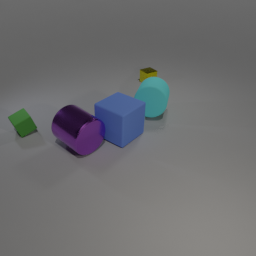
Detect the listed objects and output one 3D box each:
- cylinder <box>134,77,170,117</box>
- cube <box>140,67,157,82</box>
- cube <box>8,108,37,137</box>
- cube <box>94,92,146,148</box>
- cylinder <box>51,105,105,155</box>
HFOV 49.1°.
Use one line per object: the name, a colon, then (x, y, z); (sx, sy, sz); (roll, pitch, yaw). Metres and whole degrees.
cylinder: (1.056, -1.358, 12.156); (1.400, 1.400, 1.400); (6, 27, 10)
cube: (1.110, -2.835, 15.306); (0.700, 0.700, 0.700); (-19, 37, -26)
cube: (-4.137, -0.208, 11.001); (0.700, 0.700, 0.700); (-35, 51, -19)
cube: (-0.308, -0.354, 10.768); (1.400, 1.400, 1.400); (24, 39, 30)
cylinder: (-1.773, 0.051, 10.060); (1.400, 1.400, 1.400); (30, 43, 32)
